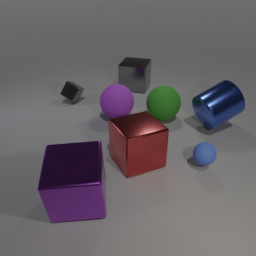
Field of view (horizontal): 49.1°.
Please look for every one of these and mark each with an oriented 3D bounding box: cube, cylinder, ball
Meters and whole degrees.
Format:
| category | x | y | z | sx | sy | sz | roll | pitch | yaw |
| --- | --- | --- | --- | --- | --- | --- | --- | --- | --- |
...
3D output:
| category | x | y | z | sx | sy | sz | roll | pitch | yaw |
| --- | --- | --- | --- | --- | --- | --- | --- | --- | --- |
| cube | -2.570 | -1.695 | 12.969 | 0.700 | 0.700 | 0.700 | 31 | 12 | 6 |
| cube | -1.298 | 1.327 | 6.990 | 1.400 | 1.400 | 1.400 | -4 | 42 | -3 |
| cylinder | 3.383 | -0.875 | 10.546 | 1.400 | 1.400 | 1.400 | -29 | 36 | -8 |
| ball | 1.446 | -1.020 | 11.397 | 1.400 | 1.400 | 1.400 | 0 | 29 | 0 |
| ball | -0.447 | -1.082 | 11.418 | 1.400 | 1.400 | 1.400 | 0 | 29 | 0 |
| cube | 0.298 | 0.469 | 8.830 | 1.400 | 1.400 | 1.400 | -13 | 32 | -22 |
| cube | 0.367 | -2.761 | 14.527 | 1.400 | 1.400 | 1.400 | 8 | 32 | 14 |
| ball | 2.333 | 0.779 | 8.518 | 0.700 | 0.700 | 0.700 | 0 | 29 | 0 |
